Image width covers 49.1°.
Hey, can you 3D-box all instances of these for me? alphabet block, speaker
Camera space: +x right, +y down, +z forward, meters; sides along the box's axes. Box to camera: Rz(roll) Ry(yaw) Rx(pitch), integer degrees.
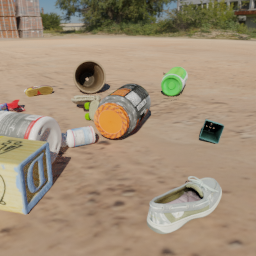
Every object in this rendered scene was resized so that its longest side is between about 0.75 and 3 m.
[{"bbox_3d":[-2.702,1.043,6.571,1.337,1.306,1.313,5,20,12],"label":"alphabet block"},{"bbox_3d":[2.614,-2.651,15.611,1.243,1.243,2.812,7,24,16],"label":"speaker"}]

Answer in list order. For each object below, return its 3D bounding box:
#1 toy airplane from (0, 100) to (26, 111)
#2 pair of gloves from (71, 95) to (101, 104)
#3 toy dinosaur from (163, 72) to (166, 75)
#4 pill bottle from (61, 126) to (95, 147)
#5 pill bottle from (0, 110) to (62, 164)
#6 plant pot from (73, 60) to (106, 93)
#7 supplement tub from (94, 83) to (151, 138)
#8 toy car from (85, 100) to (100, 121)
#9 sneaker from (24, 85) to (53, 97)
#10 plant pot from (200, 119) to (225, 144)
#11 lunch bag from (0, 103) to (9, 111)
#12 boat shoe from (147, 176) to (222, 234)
[{"bbox_3d":[-5.774,-0.864,12.272,2.436,0.448,2.436,0,24,0],"label":"toy airplane"},{"bbox_3d":[-1.165,-1.243,12.634,2.722,0.477,2.315,-1,7,-17],"label":"pair of gloves"},{"bbox_3d":[2.709,-3.548,18.916,0.609,0.328,1.381,3,18,-32],"label":"toy dinosaur"},{"bbox_3d":[-1.678,0.308,9.254,1.101,0.599,0.599,-11,25,-23],"label":"pill bottle"},{"bbox_3d":[-3.434,0.264,8.230,2.594,1.477,1.477,7,24,18],"label":"pill bottle"},{"bbox_3d":[-2.217,-2.804,15.629,1.773,1.773,1.546,-6,6,-14],"label":"plant pot"},{"bbox_3d":[-0.181,-0.651,10.341,1.543,1.543,2.518,8,25,19],"label":"supplement tub"},{"bbox_3d":[-1.132,-0.680,11.697,0.900,0.865,1.096,-3,-5,26],"label":"toy car"},{"bbox_3d":[-4.798,-2.066,15.029,1.460,0.547,0.658,-12,31,-28],"label":"sneaker"},{"bbox_3d":[2.899,0.048,9.746,0.649,0.649,0.919,18,14,10],"label":"plant pot"},{"bbox_3d":[-5.535,-0.197,10.348,1.885,0.887,1.419,-5,24,12],"label":"lunch bag"},{"bbox_3d":[1.313,1.539,6.164,2.168,0.695,0.799,-15,27,-32],"label":"boat shoe"}]
